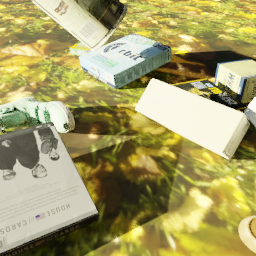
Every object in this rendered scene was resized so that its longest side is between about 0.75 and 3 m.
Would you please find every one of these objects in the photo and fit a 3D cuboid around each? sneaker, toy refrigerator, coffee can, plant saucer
[{"bbox_3d":[-2.497,-0.177,7.180,2.317,0.853,1.367,14,30,37],"label":"sneaker"},{"bbox_3d":[1.542,-0.276,7.037,2.598,0.986,0.909,29,-1,36],"label":"toy refrigerator"},{"bbox_3d":[-1.545,-3.925,8.749,2.522,1.845,1.845,36,23,-27],"label":"coffee can"},{"bbox_3d":[2.378,1.826,4.855,0.843,0.149,0.843,0,34,0],"label":"plant saucer"}]

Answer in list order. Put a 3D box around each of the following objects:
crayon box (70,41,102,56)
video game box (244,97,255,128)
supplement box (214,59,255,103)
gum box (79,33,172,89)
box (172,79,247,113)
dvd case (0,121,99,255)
[{"bbox_3d":[-1.903,-3.605,12.768,1.151,0.335,0.993,11,35,16],"label":"crayon box"},{"bbox_3d":[3.869,0.452,5.835,2.195,0.564,2.409,18,31,-15],"label":"video game box"},{"bbox_3d":[3.814,-1.562,9.222,1.338,0.898,1.336,-12,36,-17],"label":"supplement box"},{"bbox_3d":[-0.104,-2.679,10.771,2.739,0.610,2.327,-30,44,-24],"label":"gum box"},{"bbox_3d":[2.240,-0.789,8.452,1.614,0.499,2.021,-10,35,-17],"label":"box"},{"bbox_3d":[-2.036,1.033,5.485,2.042,0.336,2.717,-16,47,-24],"label":"dvd case"}]
